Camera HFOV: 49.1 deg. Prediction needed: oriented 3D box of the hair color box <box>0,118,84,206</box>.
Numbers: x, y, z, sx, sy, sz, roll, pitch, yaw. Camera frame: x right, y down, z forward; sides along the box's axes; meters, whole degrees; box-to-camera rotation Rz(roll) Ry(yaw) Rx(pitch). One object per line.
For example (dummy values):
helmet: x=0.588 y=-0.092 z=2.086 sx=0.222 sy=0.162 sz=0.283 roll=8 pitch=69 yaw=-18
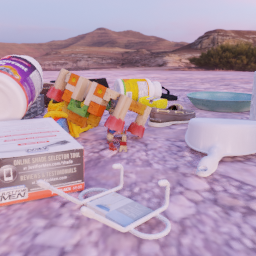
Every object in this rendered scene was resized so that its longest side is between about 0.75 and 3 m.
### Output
hair color box: x=-1.675 y=0.406 z=4.761 sx=1.260 sy=0.726 sz=2.273 roll=-5 pitch=14 yaw=-25

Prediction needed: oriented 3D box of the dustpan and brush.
dustpan and brush: x=1.836 y=0.292 z=5.570 sx=1.938 sy=0.795 sz=2.777 roll=5 pitch=8 yaw=30

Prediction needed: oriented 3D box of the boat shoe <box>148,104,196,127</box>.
boat shoe: x=1.395 y=-0.434 z=8.510 sx=1.862 sy=0.554 sz=0.669 roll=-9 pitch=17 yaw=-33

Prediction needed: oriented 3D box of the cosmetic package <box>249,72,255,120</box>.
cosmetic package: x=4.369 y=-0.659 z=7.250 sx=1.924 sy=1.586 sz=1.587 roll=3 pitch=13 yaw=10

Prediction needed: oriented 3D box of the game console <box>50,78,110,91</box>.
game console: x=-1.928 y=-1.510 z=11.820 sx=2.094 sy=1.841 sz=1.218 roll=-12 pitch=-15 yaw=-39

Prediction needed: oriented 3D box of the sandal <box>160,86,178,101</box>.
sandal: x=1.672 y=-1.827 z=14.106 sx=0.967 sy=0.581 sz=2.576 roll=-6 pitch=15 yaw=-23

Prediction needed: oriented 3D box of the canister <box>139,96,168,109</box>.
canister: x=1.008 y=-1.006 z=11.166 sx=0.959 sy=0.415 sz=0.712 roll=15 pitch=20 yaw=43

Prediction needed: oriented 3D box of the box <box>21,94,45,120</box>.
box: x=-4.281 y=-0.597 z=8.782 sx=2.283 sy=0.720 sz=2.895 roll=3 pitch=14 yaw=8

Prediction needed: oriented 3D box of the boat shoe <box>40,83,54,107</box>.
boat shoe: x=-2.847 y=-1.310 z=11.338 sx=2.723 sy=0.982 sz=0.980 roll=-5 pitch=12 yaw=-44

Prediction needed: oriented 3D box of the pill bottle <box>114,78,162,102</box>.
pill bottle: x=0.431 y=-1.612 z=12.209 sx=1.935 sy=1.074 sz=1.074 roll=-5 pitch=15 yaw=-20

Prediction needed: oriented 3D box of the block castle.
block castle: x=-0.727 y=-0.492 z=6.798 sx=2.274 sy=1.067 sz=1.519 roll=27 pitch=6 yaw=27

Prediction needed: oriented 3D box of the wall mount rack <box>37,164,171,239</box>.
wall mount rack: x=-0.256 y=0.833 z=3.328 sx=1.294 sy=0.555 sz=1.489 roll=-11 pitch=16 yaw=-43

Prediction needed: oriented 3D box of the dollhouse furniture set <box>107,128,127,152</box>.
dollhouse furniture set: x=-0.247 y=0.241 z=6.224 sx=0.450 sy=0.340 sz=0.837 roll=0 pitch=14 yaw=-1

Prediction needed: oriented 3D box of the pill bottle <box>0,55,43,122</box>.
pill bottle: x=-2.940 y=-1.079 z=7.089 sx=1.331 sy=1.331 sz=2.390 roll=0 pitch=27 yaw=-2

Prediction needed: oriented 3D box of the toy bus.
toy bus: x=-1.685 y=-0.186 z=7.172 sx=1.339 sy=0.909 sz=1.286 roll=5 pitch=31 yaw=28

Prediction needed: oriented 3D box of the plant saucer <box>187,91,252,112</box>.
plant saucer: x=3.778 y=-1.051 z=11.106 sx=2.889 sy=0.519 sz=2.889 roll=0 pitch=15 yaw=0
